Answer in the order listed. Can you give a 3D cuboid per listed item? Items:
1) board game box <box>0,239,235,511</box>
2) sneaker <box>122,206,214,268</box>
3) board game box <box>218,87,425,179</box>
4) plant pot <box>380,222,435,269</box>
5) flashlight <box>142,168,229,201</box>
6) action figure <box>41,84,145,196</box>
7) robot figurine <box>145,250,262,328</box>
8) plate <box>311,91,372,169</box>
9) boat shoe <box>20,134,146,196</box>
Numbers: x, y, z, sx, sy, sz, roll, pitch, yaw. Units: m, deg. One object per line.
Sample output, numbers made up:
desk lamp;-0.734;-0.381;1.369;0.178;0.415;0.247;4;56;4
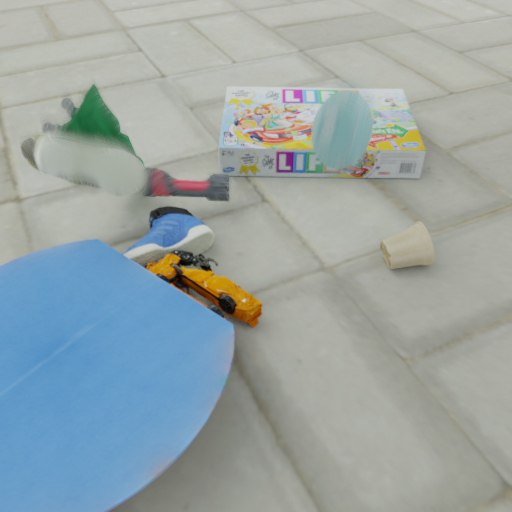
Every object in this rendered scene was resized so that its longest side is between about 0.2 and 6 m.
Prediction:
board game box;-2.889;1.824;8.320;5.212;1.015;4.118;27;53;34
sneaker;-1.926;-0.329;10.783;2.023;0.777;1.125;-26;53;-31
board game box;1.501;-3.134;13.911;4.669;0.799;3.139;1;42;1
plant pot;2.823;-0.125;10.632;0.798;0.872;0.872;-16;43;0
flashlight;-1.454;-1.508;11.635;1.777;0.602;0.604;0;72;-2
action figure;-3.089;-2.030;11.476;0.778;2.844;1.680;35;84;30
robot figurine;-1.101;0.738;9.713;2.235;0.651;1.621;29;49;27
plate;1.462;-2.248;9.982;0.175;1.373;1.373;-3;35;-42
boat shoe;-3.077;-1.693;10.263;0.732;0.876;2.450;21;7;34
